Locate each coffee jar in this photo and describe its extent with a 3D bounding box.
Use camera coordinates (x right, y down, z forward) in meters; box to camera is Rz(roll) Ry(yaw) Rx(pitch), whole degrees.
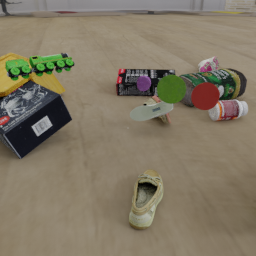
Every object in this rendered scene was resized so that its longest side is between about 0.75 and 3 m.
[{"bbox_3d":[3.244,-1.623,10.841,2.554,1.089,1.332,-12,31,-21],"label":"coffee jar"}]

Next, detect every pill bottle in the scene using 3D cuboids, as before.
[{"bbox_3d":[3.375,-0.608,9.413,1.151,0.650,0.650,-5,29,-9],"label":"pill bottle"}]

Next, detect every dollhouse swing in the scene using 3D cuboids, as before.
[{"bbox_3d":[-4.245,-1.614,10.942,2.339,2.126,2.057,23,68,30],"label":"dollhouse swing"}]

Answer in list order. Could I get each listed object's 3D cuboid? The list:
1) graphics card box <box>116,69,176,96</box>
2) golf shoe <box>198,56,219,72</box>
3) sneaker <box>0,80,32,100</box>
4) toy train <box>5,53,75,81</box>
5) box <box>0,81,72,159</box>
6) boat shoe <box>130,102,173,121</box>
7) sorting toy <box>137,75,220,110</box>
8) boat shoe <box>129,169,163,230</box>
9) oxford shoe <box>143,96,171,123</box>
[{"bbox_3d":[0.788,-1.941,11.821,2.481,0.631,1.557,0,33,3],"label":"graphics card box"},{"bbox_3d":[3.871,-3.010,14.038,0.901,0.742,1.970,-3,21,39],"label":"golf shoe"},{"bbox_3d":[-4.672,-1.566,10.974,2.510,0.926,1.098,-6,29,-3],"label":"sneaker"},{"bbox_3d":[-2.463,-1.783,7.928,1.974,0.412,0.557,-20,74,-33],"label":"toy train"},{"bbox_3d":[-2.901,-0.316,7.996,1.678,0.959,1.842,24,55,39],"label":"box"},{"bbox_3d":[0.732,-0.479,8.588,1.341,0.468,0.478,-15,-12,4],"label":"boat shoe"},{"bbox_3d":[1.165,-0.941,6.629,1.905,0.661,0.656,12,21,7],"label":"sorting toy"},{"bbox_3d":[0.396,1.336,5.897,0.612,0.528,1.679,9,29,16],"label":"boat shoe"},{"bbox_3d":[0.983,-0.531,9.535,0.614,0.589,1.664,-26,29,-1],"label":"oxford shoe"}]
